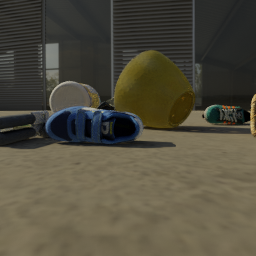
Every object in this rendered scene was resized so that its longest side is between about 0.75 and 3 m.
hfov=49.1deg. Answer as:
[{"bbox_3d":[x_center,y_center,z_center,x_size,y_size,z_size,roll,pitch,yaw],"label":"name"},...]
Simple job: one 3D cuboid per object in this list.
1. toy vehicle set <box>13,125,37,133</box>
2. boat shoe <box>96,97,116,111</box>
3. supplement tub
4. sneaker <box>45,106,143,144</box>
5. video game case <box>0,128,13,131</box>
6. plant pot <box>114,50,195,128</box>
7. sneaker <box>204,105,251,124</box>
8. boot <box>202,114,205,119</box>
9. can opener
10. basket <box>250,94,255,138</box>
[{"bbox_3d":[-2.833,0.017,9.227,1.563,0.207,0.971,0,5,-4],"label":"toy vehicle set"},{"bbox_3d":[-0.722,-1.077,13.656,2.420,0.869,0.818,-39,8,-34],"label":"boat shoe"},{"bbox_3d":[-2.650,-1.352,14.836,2.050,2.050,2.819,1,5,9],"label":"supplement tub"},{"bbox_3d":[-0.731,-0.061,6.365,2.295,0.848,0.944,-1,7,-7],"label":"sneaker"},{"bbox_3d":[-5.273,-0.076,10.006,2.494,0.285,2.270,1,5,1],"label":"video game case"},{"bbox_3d":[1.249,-1.153,10.609,2.948,2.948,2.092,-5,33,-46],"label":"plant pot"},{"bbox_3d":[4.648,-0.619,12.748,2.543,0.908,1.016,-1,0,-30],"label":"sneaker"},{"bbox_3d":[5.588,-0.731,16.704,1.742,0.758,2.094,-10,5,-9],"label":"boot"},{"bbox_3d":[-2.392,-0.050,7.094,0.863,0.688,2.581,1,6,9],"label":"can opener"},{"bbox_3d":[4.391,-0.473,7.440,2.051,1.464,1.528,2,4,26],"label":"basket"}]
